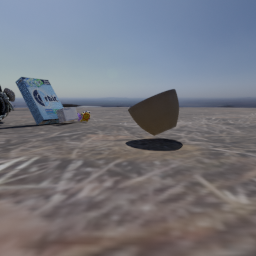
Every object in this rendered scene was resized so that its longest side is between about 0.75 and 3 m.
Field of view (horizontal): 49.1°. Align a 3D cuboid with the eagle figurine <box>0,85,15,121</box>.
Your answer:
[{"bbox_3d":[-5.290,-1.140,11.268,1.298,1.305,1.719,21,5,-22],"label":"eagle figurine"}]

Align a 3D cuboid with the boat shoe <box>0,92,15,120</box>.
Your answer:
[{"bbox_3d":[-3.759,-0.631,7.968,0.800,0.865,2.342,-30,17,3],"label":"boat shoe"}]

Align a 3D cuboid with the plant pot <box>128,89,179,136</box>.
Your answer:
[{"bbox_3d":[0.669,-0.275,6.216,1.147,0.770,1.147,-23,-3,-1],"label":"plant pot"}]

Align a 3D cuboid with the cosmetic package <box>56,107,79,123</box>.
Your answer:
[{"bbox_3d":[-2.331,-0.504,10.848,0.313,0.511,1.238,-18,1,13],"label":"cosmetic package"}]

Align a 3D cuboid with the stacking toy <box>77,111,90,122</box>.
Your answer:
[{"bbox_3d":[-2.460,-0.497,11.993,1.762,0.414,1.329,-1,6,-4],"label":"stacking toy"}]

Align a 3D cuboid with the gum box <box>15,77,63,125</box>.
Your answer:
[{"bbox_3d":[-3.257,-1.041,10.734,0.407,1.828,1.553,-31,-7,22],"label":"gum box"}]
